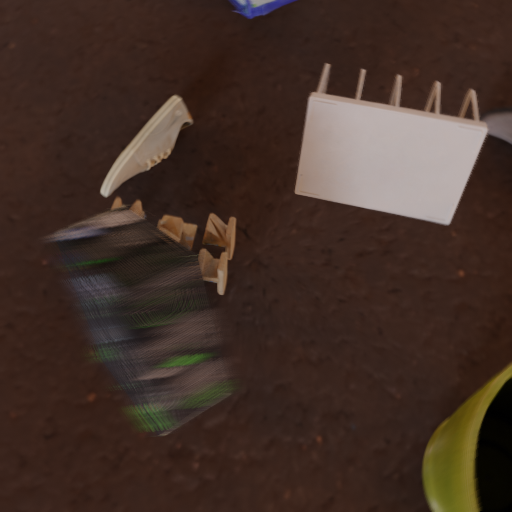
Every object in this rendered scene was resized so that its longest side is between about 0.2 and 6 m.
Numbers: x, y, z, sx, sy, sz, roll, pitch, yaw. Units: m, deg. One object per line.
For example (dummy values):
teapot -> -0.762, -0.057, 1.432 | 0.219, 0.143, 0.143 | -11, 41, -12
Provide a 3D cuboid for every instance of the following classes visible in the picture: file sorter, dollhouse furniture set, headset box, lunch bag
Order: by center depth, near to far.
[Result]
headset box -> -1.331, 0.757, 6.643 | 0.990, 2.135, 1.859 | -27, 36, -26
file sorter -> 1.838, -1.654, 7.895 | 2.211, 1.534, 1.376 | 13, 44, 7
dollhouse furniture set -> -1.572, 0.446, 9.441 | 2.092, 1.482, 2.277 | 9, 53, 2
lunch bag -> 0.232, -5.683, 10.878 | 1.844, 1.382, 2.168 | -25, 66, -7

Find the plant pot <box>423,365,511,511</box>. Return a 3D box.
plant pot -> 3.719, 3.021, 7.506 | 3.188, 3.069, 3.188 | 2, 71, -4

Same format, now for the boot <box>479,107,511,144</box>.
boot -> 5.038, -1.789, 10.150 | 2.190, 0.764, 1.442 | 15, 80, 9

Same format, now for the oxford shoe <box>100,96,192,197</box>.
oxford shoe -> -1.957, -1.910, 10.168 | 0.657, 0.856, 2.276 | 42, 77, -15
